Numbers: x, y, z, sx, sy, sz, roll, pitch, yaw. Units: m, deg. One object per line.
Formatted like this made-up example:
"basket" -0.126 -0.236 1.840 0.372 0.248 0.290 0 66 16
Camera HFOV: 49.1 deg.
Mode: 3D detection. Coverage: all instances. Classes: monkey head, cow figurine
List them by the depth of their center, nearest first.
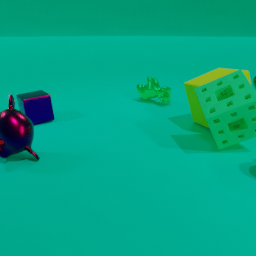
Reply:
"monkey head" -2.657 0.121 6.503 0.991 1.644 1.183 -24 -5 -12
"cow figurine" 1.040 -1.362 11.023 1.326 1.305 0.728 -30 -16 35

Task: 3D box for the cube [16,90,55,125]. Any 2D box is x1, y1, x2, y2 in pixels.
"cube" -2.927 -0.651 8.859 0.851 0.851 0.851 -17 26 -29

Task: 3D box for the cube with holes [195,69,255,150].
"cube with holes" 2.411 -0.428 6.625 1.139 1.139 1.139 -22 41 17

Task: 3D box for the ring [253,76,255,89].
"ring" 4.975 -1.236 9.785 1.539 0.308 1.539 24 43 -24

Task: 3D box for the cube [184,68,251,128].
"cube" 2.663 -0.871 8.204 1.332 1.332 1.332 -24 21 -12
